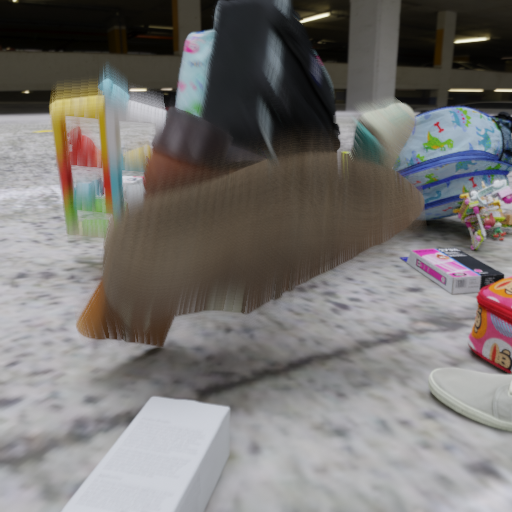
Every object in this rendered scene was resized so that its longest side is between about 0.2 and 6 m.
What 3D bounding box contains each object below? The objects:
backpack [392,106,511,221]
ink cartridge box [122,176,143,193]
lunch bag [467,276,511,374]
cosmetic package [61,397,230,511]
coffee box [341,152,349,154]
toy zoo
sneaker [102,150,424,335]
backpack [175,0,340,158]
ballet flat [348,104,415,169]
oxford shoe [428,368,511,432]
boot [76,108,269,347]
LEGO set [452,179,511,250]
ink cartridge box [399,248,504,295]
[{"bbox_3d":[3.600,-1.744,10.816,2.405,1.931,2.628,-17,-13,42],"label":"backpack"},{"bbox_3d":[-3.363,-1.800,14.524,0.700,0.408,0.968,2,18,8],"label":"ink cartridge box"},{"bbox_3d":[3.561,0.819,5.934,2.099,0.860,1.849,-12,26,-30],"label":"lunch bag"},{"bbox_3d":[-0.701,1.594,3.984,0.693,0.487,1.366,5,19,14],"label":"cosmetic package"},{"bbox_3d":[2.320,-1.622,12.564,1.290,1.276,1.288,9,20,26],"label":"coffee box"},{"bbox_3d":[-2.129,-1.356,8.304,1.624,2.476,0.253,5,33,2],"label":"toy zoo"},{"bbox_3d":[0.116,-0.158,5.594,3.376,1.275,1.189,-12,50,-27],"label":"sneaker"},{"bbox_3d":[0.158,-2.196,8.882,2.251,2.655,2.991,0,-14,30],"label":"backpack"},{"bbox_3d":[2.046,-1.596,9.630,0.921,0.996,2.954,-31,-11,-10],"label":"ballet flat"},{"bbox_3d":[2.507,1.256,4.939,1.949,0.563,0.733,11,24,37],"label":"oxford shoe"},{"bbox_3d":[-0.581,-0.069,6.163,0.833,2.432,2.289,24,4,29],"label":"boot"},{"bbox_3d":[4.228,-0.555,10.094,1.057,0.856,2.299,-20,-22,26],"label":"LEGO set"},{"bbox_3d":[2.994,0.154,8.762,0.818,0.320,1.726,-4,16,-11],"label":"ink cartridge box"}]
